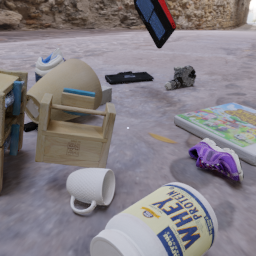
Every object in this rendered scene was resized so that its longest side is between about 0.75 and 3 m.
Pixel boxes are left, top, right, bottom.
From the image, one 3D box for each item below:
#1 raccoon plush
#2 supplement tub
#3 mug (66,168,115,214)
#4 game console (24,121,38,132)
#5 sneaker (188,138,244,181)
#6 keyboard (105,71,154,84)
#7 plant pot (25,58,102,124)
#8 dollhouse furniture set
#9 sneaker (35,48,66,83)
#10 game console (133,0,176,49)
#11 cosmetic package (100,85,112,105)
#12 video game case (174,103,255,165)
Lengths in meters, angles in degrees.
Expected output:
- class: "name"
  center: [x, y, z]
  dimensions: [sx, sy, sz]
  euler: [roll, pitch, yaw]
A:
- class: "raccoon plush"
  center: [2.135, -2.364, 12.762]
  dimensions: [1.951, 0.944, 1.307]
  euler: [-13, 19, -28]
- class: "supplement tub"
  center: [0.356, 1.445, 3.629]
  dimensions: [1.456, 1.056, 1.056]
  euler: [-21, 31, -40]
- class: "mug"
  center: [-0.722, 1.127, 5.031]
  dimensions: [0.758, 0.638, 0.864]
  euler: [1, 50, 19]
- class: "game console"
  center: [-2.543, 0.028, 8.071]
  dimensions: [0.722, 0.148, 1.224]
  euler: [-19, 28, -37]
- class: "sneaker"
  center: [1.860, 0.759, 6.047]
  dimensions: [0.658, 0.636, 1.577]
  euler: [-22, 20, -12]
- class: "keyboard"
  center: [0.015, -2.477, 13.724]
  dimensions: [2.241, 0.287, 1.346]
  euler: [-8, 31, -20]
- class: "plant pot"
  center: [-2.099, -0.930, 8.451]
  dimensions: [1.837, 1.837, 1.962]
  euler: [15, 35, 31]
- class: "dollhouse furniture set"
  center: [-1.924, 0.081, 5.889]
  dimensions: [2.884, 2.021, 2.033]
  euler: [8, 21, -11]
- class: "sneaker"
  center: [-2.184, -2.053, 10.621]
  dimensions: [2.623, 1.920, 1.057]
  euler: [-14, 27, -29]
- class: "game console"
  center: [0.876, -4.067, 9.979]
  dimensions: [0.373, 2.127, 2.405]
  euler: [-25, 3, -4]
- class: "cosmetic package"
  center: [-1.255, -1.148, 10.257]
  dimensions: [0.723, 0.610, 1.353]
  euler: [17, 26, 33]
- class: "video game case"
  center: [3.225, -0.025, 7.957]
  dimensions: [2.631, 0.319, 2.890]
  euler: [-13, 26, -28]
